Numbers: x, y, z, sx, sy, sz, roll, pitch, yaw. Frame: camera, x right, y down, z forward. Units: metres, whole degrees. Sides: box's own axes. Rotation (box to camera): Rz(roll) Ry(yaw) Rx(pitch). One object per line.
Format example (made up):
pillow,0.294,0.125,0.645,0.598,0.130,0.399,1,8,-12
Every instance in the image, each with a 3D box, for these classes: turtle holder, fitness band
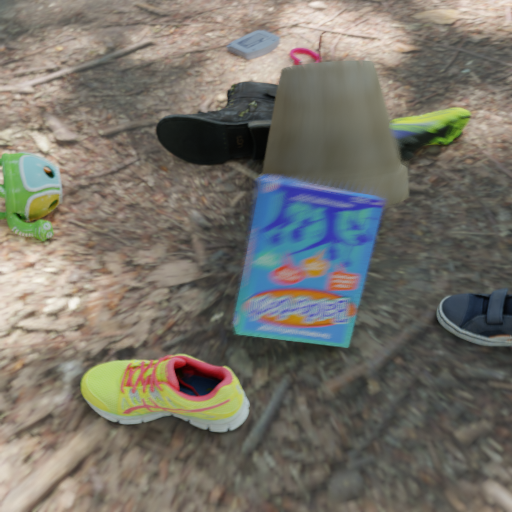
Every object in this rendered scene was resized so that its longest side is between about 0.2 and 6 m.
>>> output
turtle holder,-3.783,-1.063,9.312,1.042,1.115,1.467,-6,41,-24
fitness band,1.200,-4.860,13.738,0.654,0.170,0.910,-23,50,-21

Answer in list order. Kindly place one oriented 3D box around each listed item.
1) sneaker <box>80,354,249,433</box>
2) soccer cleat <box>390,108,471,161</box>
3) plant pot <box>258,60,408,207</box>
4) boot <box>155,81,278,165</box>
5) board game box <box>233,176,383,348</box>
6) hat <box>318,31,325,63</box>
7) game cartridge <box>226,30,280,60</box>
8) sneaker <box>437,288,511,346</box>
sneaker,-1.145,1.524,6.836,2.112,0.954,0.825,3,47,5
soccer cleat,3.169,-2.510,10.963,2.373,0.767,0.992,-24,52,-20
plant pot,1.170,-1.913,8.825,2.418,2.098,2.418,-3,14,1
boot,-0.499,-2.840,11.350,2.775,0.961,2.416,3,40,-2
board game box,0.646,0.105,7.306,1.552,2.041,0.459,8,14,-11
hat,1.138,-3.158,11.021,1.513,1.607,1.826,-20,48,-20
game cartridge,-0.021,-5.332,14.167,0.841,0.258,1.263,32,53,32
sneaker,3.619,0.810,7.647,2.123,0.843,0.833,13,48,15
